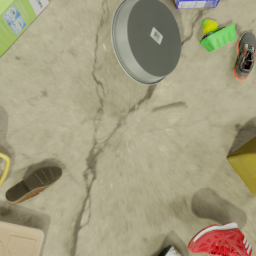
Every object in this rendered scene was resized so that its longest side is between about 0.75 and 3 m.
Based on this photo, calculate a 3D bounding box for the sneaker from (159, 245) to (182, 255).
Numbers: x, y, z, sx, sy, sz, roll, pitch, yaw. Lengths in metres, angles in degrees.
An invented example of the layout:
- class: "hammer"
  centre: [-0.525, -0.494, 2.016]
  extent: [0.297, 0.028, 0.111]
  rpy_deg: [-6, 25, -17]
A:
- class: "sneaker"
  centre: [0.680, 3.467, 6.121]
  extent: [0.682, 0.598, 1.701]
  rpy_deg: [39, 80, 5]

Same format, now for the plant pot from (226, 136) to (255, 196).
- class: "plant pot"
  centre: [3.253, 0.761, 6.413]
  extent: [1.180, 1.207, 1.173]
  rpy_deg: [-33, 79, -8]

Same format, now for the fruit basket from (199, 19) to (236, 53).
- class: "fruit basket"
  centre: [2.327, -2.579, 7.500]
  extent: [0.934, 0.673, 0.934]
  rpy_deg: [0, 93, -9]

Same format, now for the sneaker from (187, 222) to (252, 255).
- class: "sneaker"
  centre: [2.011, 2.488, 5.807]
  extent: [1.482, 0.580, 0.856]
  rpy_deg: [-7, 36, -29]

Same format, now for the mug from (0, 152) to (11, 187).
- class: "mug"
  centre: [-3.813, 0.728, 6.584]
  extent: [1.312, 1.638, 1.345]
  rpy_deg: [0, 65, 33]

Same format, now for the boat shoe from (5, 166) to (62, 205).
- class: "boat shoe"
  centre: [-2.228, 1.351, 6.671]
  extent: [1.368, 0.465, 0.492]
  rpy_deg: [-24, 68, -26]

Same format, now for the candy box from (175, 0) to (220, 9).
- class: "candy box"
  centre: [1.909, -3.901, 7.848]
  extent: [1.179, 0.454, 0.997]
  rpy_deg: [-2, 79, -1]

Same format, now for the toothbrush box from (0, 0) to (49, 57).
- class: "toothbrush box"
  centre: [-3.774, -3.184, 7.320]
  extent: [1.956, 1.156, 2.686]
  rpy_deg: [34, 80, 8]

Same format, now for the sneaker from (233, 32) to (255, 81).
- class: "sneaker"
  centre: [3.176, -1.950, 7.342]
  extent: [0.545, 0.579, 1.414]
  rpy_deg: [12, 78, 3]

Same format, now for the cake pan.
- class: "cake pan"
  centre: [0.528, -2.048, 6.479]
  extent: [2.068, 0.379, 2.068]
  rpy_deg: [0, 90, -40]

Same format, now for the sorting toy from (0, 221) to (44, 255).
- class: "sorting toy"
  centre: [-3.261, 2.942, 6.353]
  extent: [2.409, 0.355, 1.781]
  rpy_deg: [12, 82, -1]
